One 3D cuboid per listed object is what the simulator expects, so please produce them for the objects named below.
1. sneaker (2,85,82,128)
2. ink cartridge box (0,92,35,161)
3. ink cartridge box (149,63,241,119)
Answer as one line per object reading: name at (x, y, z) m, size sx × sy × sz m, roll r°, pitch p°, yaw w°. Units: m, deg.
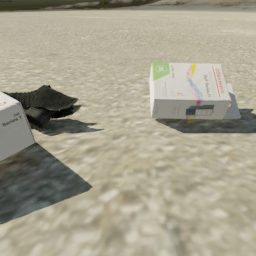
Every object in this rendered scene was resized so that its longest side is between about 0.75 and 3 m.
sneaker at (-2.431, -0.721, 7.509) m, size 2.173 × 0.653 × 1.133 m, roll 26°, pitch 63°, yaw 22°
ink cartridge box at (-3.282, -0.043, 5.799) m, size 1.696 × 0.984 × 2.342 m, roll -32°, pitch 36°, yaw -31°
ink cartridge box at (1.885, -1.034, 7.750) m, size 2.490 × 0.838 × 1.458 m, roll 1°, pitch 54°, yaw -1°
